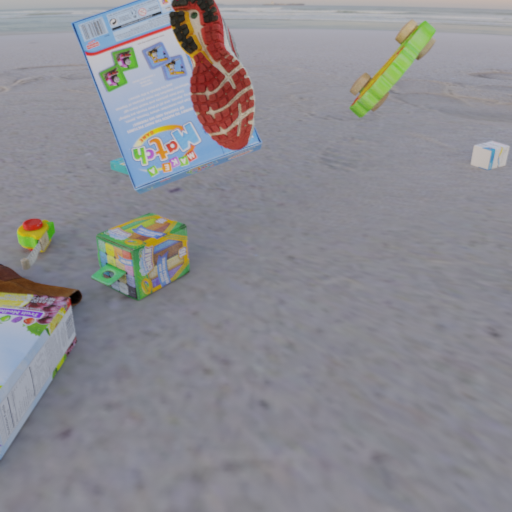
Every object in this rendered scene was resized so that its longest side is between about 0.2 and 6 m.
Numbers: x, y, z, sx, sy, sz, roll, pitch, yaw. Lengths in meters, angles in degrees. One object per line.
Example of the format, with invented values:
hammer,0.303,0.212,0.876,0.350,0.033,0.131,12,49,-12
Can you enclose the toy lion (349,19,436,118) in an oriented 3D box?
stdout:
toy lion,2.241,-3.070,9.225,0.632,1.840,1.764,40,14,-5

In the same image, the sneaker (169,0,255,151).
sneaker,-0.391,-2.121,6.499,0.720,1.850,0.760,-16,-5,15

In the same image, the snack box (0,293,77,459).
snack box,-3.832,1.451,7.055,2.204,0.885,2.614,3,30,5

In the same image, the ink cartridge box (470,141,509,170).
ink cartridge box,6.387,-2.744,15.292,0.781,0.571,0.573,-16,32,-28

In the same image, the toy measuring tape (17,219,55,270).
toy measuring tape,-4.309,-0.244,10.588,0.641,0.641,1.743,0,29,-1

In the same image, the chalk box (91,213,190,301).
chalk box,-2.056,0.035,9.602,0.998,0.993,1.603,20,33,33

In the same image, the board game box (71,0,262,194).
board game box,-1.571,-3.002,10.001,2.392,3.162,0.579,-21,-3,-4

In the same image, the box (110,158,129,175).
box,-3.417,-2.367,14.939,0.986,0.242,0.406,19,34,32

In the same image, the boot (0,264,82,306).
boot,-4.039,0.834,8.771,1.938,0.664,1.825,17,24,15
